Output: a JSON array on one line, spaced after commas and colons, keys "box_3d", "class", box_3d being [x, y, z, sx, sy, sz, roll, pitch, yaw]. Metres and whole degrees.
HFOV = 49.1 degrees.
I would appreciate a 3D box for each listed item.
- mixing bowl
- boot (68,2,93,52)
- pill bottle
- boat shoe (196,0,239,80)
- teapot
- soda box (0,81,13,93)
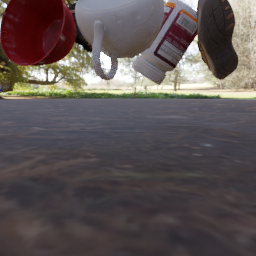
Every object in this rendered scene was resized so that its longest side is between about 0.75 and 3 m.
[{"box_3d": [-2.638, -3.049, 8.944, 2.570, 2.570, 1.392, 4, -4, 26], "class": "mixing bowl"}, {"box_3d": [-2.132, -3.473, 10.612, 2.806, 1.941, 1.087, -38, 8, -27], "class": "boot"}, {"box_3d": [1.491, -3.289, 11.000, 1.681, 2.944, 1.681, 31, 14, -9], "class": "pill bottle"}, {"box_3d": [2.384, -2.625, 8.052, 1.086, 2.867, 1.029, -31, 47, 0], "class": "boat shoe"}, {"box_3d": [-0.145, -2.958, 8.290, 2.760, 2.015, 2.724, -24, 42, -8], "class": "teapot"}, {"box_3d": [-3.828, -1.179, 8.219, 0.361, 0.341, 1.066, -6, 12, 10], "class": "soda box"}]
